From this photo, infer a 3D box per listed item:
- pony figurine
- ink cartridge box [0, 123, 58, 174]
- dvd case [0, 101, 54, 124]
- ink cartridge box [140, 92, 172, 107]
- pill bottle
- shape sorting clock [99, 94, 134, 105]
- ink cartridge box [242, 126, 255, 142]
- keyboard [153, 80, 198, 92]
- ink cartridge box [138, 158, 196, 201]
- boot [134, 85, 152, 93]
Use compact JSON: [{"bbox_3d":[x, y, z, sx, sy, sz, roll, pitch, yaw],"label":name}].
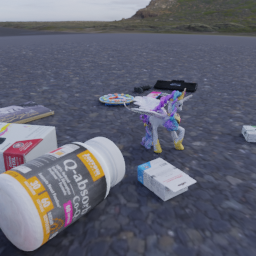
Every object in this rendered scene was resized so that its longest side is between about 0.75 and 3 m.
[{"bbox_3d":[1.005,-0.312,9.364,2.092,2.167,1.805,6,21,13],"label":"pony figurine"},{"bbox_3d":[-3.761,0.697,8.441,2.640,1.093,1.924,5,24,10],"label":"ink cartridge box"},{"bbox_3d":[-5.057,-0.597,12.450,2.075,0.223,2.790,22,32,39],"label":"dvd case"},{"bbox_3d":[1.536,-1.476,14.277,1.055,0.413,2.228,11,24,23],"label":"ink cartridge box"},{"bbox_3d":[-1.458,1.289,6.442,1.661,1.661,2.855,18,29,35],"label":"pill bottle"},{"bbox_3d":[-0.572,-1.521,14.374,1.784,0.350,1.784,0,24,0],"label":"shape sorting clock"},{"bbox_3d":[4.664,0.216,10.475,0.580,0.329,0.791,3,24,6],"label":"ink cartridge box"},{"bbox_3d":[2.874,-2.542,16.769,2.475,0.317,1.486,8,32,16],"label":"keyboard"},{"bbox_3d":[1.017,1.421,7.559,0.850,0.490,1.468,-15,28,-31],"label":"ink cartridge box"},{"bbox_3d":[0.954,-2.243,16.103,0.979,0.321,0.807,-11,28,-33],"label":"boot"}]
